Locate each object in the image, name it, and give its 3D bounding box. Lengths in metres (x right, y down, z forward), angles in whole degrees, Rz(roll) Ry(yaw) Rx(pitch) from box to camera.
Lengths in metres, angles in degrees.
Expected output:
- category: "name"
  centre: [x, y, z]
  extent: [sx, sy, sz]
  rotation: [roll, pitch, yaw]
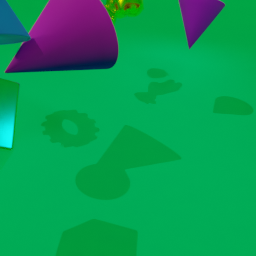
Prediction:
- category: "cow figurine"
  centre: [-0.220, -2.977, 7.064]
  extent: [1.410, 0.774, 1.388]
  rotation: [0, 80, -21]
- category: "cube"
  centre: [-1.717, -0.025, 2.964]
  extent: [0.851, 0.851, 0.851]
  rotation: [13, 55, -32]
- category: "cone"
  centre: [1.528, -2.321, 6.363]
  extent: [1.052, 1.056, 1.052]
  rotation: [11, 14, -3]
- category: "cone"
  centre: [-1.329, -1.345, 4.719]
  extent: [1.675, 1.669, 1.669]
  rotation: [-39, 51, -24]
- category: "cone"
  centre: [-1.957, -1.743, 3.832]
  extent: [1.054, 1.058, 1.054]
  rotation: [-5, 11, 1]
